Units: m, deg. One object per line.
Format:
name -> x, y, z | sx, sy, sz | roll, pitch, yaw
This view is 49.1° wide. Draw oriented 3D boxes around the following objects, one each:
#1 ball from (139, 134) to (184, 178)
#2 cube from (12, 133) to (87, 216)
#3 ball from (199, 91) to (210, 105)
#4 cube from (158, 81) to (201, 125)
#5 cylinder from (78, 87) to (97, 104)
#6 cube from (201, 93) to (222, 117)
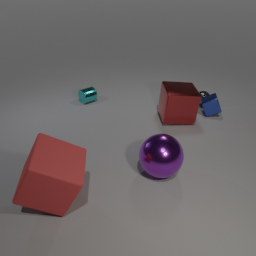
ball -> 1.046, 0.874, 8.817 | 1.400, 1.400, 1.400 | 0, 30, 0
cube -> -2.054, 1.251, 7.511 | 1.400, 1.400, 1.400 | 22, 32, -19
ball -> 3.609, -1.438, 13.468 | 0.700, 0.700, 0.700 | 0, 30, 0
cube -> 2.160, -1.090, 12.066 | 1.400, 1.400, 1.400 | 2, 31, -6
cylinder -> -1.985, -1.617, 13.793 | 0.700, 0.700, 0.700 | -23, 37, -34
cube -> 3.733, -1.045, 12.595 | 0.700, 0.700, 0.700 | -18, 24, 20
